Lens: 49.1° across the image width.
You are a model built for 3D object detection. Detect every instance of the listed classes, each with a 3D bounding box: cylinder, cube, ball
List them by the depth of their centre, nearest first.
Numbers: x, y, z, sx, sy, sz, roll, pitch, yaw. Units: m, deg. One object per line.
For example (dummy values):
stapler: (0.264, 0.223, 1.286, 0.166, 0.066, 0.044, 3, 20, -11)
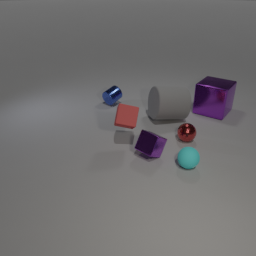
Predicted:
ball: (1.930, 0.947, 8.928, 0.700, 0.700, 0.700, 0, 28, 0)
cube: (0.773, 0.531, 9.435, 0.700, 0.700, 0.700, 25, 6, 33)
cube: (-0.061, -0.394, 9.715, 0.700, 0.700, 0.700, 11, -7, -6)
ball: (2.187, 0.166, 10.408, 0.700, 0.700, 0.700, 0, 28, 0)
cylinder: (1.716, -1.051, 11.761, 1.400, 1.400, 1.400, -1, 27, -16)
cube: (3.863, -1.375, 12.532, 1.400, 1.400, 1.400, 18, 33, 30)
cylinder: (-0.746, -1.557, 13.314, 0.700, 0.700, 0.700, 23, 49, 36)
